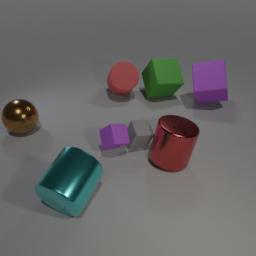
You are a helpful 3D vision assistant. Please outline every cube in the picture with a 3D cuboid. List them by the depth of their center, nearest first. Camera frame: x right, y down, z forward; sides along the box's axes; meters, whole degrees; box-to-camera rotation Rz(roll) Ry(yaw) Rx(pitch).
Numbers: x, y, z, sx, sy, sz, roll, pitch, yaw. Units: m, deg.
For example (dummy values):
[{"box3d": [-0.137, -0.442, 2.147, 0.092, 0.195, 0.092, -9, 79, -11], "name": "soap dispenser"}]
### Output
[{"box3d": [-0.468, 0.295, 9.646, 0.700, 0.700, 0.700, 1, -18, -43], "name": "cube"}, {"box3d": [0.408, 0.198, 10.029, 0.700, 0.700, 0.700, 0, 51, -25], "name": "cube"}, {"box3d": [3.733, -2.059, 12.691, 1.400, 1.400, 1.400, -5, 72, 20], "name": "cube"}, {"box3d": [1.655, -2.422, 13.601, 1.400, 1.400, 1.400, -5, 71, -21], "name": "cube"}]

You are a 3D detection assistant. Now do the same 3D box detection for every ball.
[{"box3d": [-4.291, -0.456, 11.168, 1.400, 1.400, 1.400, 0, 32, 0], "name": "ball"}]

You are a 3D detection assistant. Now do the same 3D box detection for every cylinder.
[{"box3d": [-1.605, 1.475, 7.799, 1.400, 1.400, 1.400, 14, 51, 21], "name": "cylinder"}, {"box3d": [1.540, 0.485, 9.462, 1.400, 1.400, 1.400, 9, 31, -5], "name": "cylinder"}, {"box3d": [-0.274, -2.399, 13.670, 1.400, 1.400, 1.400, -6, 0, -10], "name": "cylinder"}]
